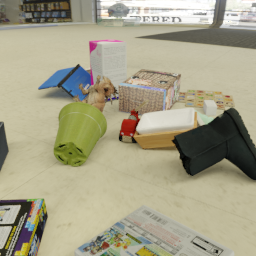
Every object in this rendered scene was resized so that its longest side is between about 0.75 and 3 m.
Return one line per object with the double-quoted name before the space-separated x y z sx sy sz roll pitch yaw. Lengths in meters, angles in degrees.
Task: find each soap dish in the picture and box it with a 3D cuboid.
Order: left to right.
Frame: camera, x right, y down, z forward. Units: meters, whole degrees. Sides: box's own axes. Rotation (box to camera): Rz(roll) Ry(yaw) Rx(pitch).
"soap dish" 1.409 0.015 9.977 2.114 0.858 1.663 -7 23 17

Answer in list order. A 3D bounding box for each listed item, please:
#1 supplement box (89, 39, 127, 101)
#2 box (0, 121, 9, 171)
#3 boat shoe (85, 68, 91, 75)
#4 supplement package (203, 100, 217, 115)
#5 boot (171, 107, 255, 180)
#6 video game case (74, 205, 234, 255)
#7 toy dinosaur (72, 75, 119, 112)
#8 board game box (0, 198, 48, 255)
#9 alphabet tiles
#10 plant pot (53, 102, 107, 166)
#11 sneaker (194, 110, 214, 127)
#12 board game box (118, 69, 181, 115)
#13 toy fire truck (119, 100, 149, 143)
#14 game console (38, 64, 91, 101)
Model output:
"supplement box" -0.996 -2.924 14.041 1.441 2.788 1.411 -16 29 -29
"box" -4.883 0.786 8.411 1.994 1.239 2.010 -4 27 -8
"boat shoe" -2.254 -3.060 16.492 2.987 0.889 1.073 -18 -5 -36
"supplement package" 3.712 -0.922 12.705 0.460 0.454 0.758 2 27 4
"boot" 2.577 0.852 8.007 2.015 2.399 0.916 -30 11 3
"video game case" 0.511 2.531 5.584 2.380 0.262 2.169 17 25 41
"toy dinosaur" -1.195 -1.093 11.087 1.024 2.386 1.617 16 -9 38
"board game box" -2.876 2.483 5.697 1.943 0.667 2.351 -2 27 -1
"alphabet tiles" 3.896 -1.491 14.205 2.783 0.088 2.316 6 28 13
"plant pot" -1.691 0.329 9.207 1.743 1.743 1.655 3 40 7
"sneaker" 3.231 -0.087 10.595 1.329 0.829 2.253 -15 40 -17
"board game box" 1.077 -1.698 13.198 2.136 1.298 2.680 12 30 21
"toy fire truck" 0.250 -0.304 10.361 0.930 1.446 1.273 7 27 16
"game console" -3.123 -2.265 14.752 2.035 1.411 2.385 42 37 -14
